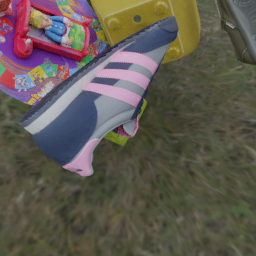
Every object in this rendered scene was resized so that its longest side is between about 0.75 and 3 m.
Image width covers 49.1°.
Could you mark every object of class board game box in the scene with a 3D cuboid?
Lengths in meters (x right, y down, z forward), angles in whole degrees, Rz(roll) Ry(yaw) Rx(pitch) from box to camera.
[{"bbox_3d":[-1.213,-1.525,4.441,2.427,0.473,1.918,-47,110,-34],"label":"board game box"}]

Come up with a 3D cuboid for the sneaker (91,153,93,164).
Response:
[{"bbox_3d":[-0.723,0.206,3.673,0.473,0.872,0.306,-17,30,-40],"label":"sneaker"}]

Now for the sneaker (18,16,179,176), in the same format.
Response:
[{"bbox_3d":[-0.069,-0.384,2.863,2.003,0.822,0.703,-43,20,-23],"label":"sneaker"}]

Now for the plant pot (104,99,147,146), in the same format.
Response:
[{"bbox_3d":[-0.377,-0.370,4.970,0.972,0.887,0.977,25,84,25],"label":"plant pot"}]

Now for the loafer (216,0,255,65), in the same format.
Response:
[{"bbox_3d":[1.720,-1.902,4.554,0.759,0.703,2.019,-28,99,-21],"label":"loafer"}]

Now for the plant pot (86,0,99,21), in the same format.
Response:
[{"bbox_3d":[-1.132,-3.829,6.396,1.989,2.066,2.066,11,43,-38],"label":"plant pot"}]

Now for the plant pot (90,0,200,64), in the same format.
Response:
[{"bbox_3d":[0.352,-2.120,5.288,1.879,1.891,1.935,-13,39,17],"label":"plant pot"}]
